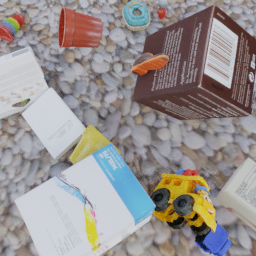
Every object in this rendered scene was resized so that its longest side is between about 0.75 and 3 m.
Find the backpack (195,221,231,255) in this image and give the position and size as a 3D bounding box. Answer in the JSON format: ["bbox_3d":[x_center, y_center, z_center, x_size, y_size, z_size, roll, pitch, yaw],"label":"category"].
[{"bbox_3d":[2.429,3.292,8.155,0.789,0.971,0.815,-37,78,-20],"label":"backpack"}]

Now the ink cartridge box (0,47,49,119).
[{"bbox_3d":[-4.190,-1.552,10.117,2.369,2.087,0.530,-23,48,-8],"label":"ink cartridge box"}]

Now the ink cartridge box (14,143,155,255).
[{"bbox_3d":[-1.107,2.370,7.935,2.962,2.173,2.163,-30,67,-15],"label":"ink cartridge box"}]

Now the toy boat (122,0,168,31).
[{"bbox_3d":[0.768,-5.278,12.647,2.051,0.953,1.724,-12,62,-6],"label":"toy boat"}]

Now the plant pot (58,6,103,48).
[{"bbox_3d":[-1.647,-3.380,9.721,1.331,1.369,1.369,1,60,-23],"label":"plant pot"}]

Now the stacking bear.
[{"bbox_3d":[-5.140,-4.561,12.453,0.786,0.736,1.294,22,59,11],"label":"stacking bear"}]

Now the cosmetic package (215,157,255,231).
[{"bbox_3d":[4.300,2.429,8.446,2.835,1.237,1.465,40,70,18],"label":"cosmetic package"}]

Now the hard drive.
[{"bbox_3d":[-2.671,-0.188,10.117,1.508,0.305,2.285,-42,70,0],"label":"hard drive"}]

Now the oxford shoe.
[{"bbox_3d":[0.631,-2.038,8.364,0.549,1.540,0.561,19,75,-35],"label":"oxford shoe"}]

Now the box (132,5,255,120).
[{"bbox_3d":[2.099,-1.748,8.811,2.397,2.920,2.422,19,78,-33],"label":"box"}]

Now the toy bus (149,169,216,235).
[{"bbox_3d":[1.777,1.979,8.324,1.955,1.327,1.877,-4,43,47],"label":"toy bus"}]

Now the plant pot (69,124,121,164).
[{"bbox_3d":[-1.180,0.808,9.305,1.401,1.401,1.318,41,84,19],"label":"plant pot"}]

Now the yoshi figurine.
[{"bbox_3d":[-3.891,-1.953,10.871,1.110,1.106,1.975,1,66,-7],"label":"yoshi figurine"}]
